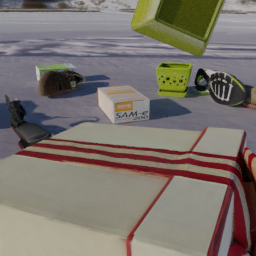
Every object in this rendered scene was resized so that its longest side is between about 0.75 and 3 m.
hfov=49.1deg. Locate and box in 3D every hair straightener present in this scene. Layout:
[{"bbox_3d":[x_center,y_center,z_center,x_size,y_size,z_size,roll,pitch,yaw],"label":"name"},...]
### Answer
[{"bbox_3d":[-2.386,-0.215,6.516,0.594,1.118,2.906,-14,26,-25],"label":"hair straightener"}]

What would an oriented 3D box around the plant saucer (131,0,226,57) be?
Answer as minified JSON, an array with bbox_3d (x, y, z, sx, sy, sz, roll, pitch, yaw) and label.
[{"bbox_3d":[1.740,-3.700,8.096,2.661,2.658,0.637,14,15,-22],"label":"plant saucer"}]

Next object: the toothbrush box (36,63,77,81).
[{"bbox_3d":[-3.117,-2.365,12.203,1.570,0.676,1.143,-11,25,-22],"label":"toothbrush box"}]

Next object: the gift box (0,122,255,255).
[{"bbox_3d":[0.024,1.165,2.254,2.058,2.034,2.204,4,23,25],"label":"gift box"}]

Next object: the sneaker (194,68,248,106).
[{"bbox_3d":[3.426,-1.544,9.856,1.173,1.071,2.898,-1,24,-11],"label":"sneaker"}]

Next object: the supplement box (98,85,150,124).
[{"bbox_3d":[-0.179,-0.757,8.420,1.093,0.637,1.734,-7,24,-17],"label":"supplement box"}]

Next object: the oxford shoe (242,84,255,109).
[{"bbox_3d":[4.283,-1.046,8.589,0.981,1.041,2.784,-5,23,-13],"label":"oxford shoe"}]

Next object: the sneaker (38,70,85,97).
[{"bbox_3d":[-2.433,-1.757,10.538,0.912,0.850,2.415,6,24,14],"label":"sneaker"}]

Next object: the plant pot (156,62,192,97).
[{"bbox_3d":[1.687,-1.764,10.246,1.203,1.091,1.197,6,24,15],"label":"plant pot"}]
